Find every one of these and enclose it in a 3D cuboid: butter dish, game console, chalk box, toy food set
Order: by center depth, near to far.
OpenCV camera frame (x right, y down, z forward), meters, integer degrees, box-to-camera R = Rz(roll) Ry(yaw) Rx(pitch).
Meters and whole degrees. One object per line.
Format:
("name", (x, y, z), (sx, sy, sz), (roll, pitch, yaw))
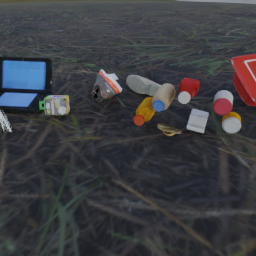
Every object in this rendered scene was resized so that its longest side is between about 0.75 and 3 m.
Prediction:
("toy food set", (1.699, -0.481, 7.791), (2.935, 1.401, 1.321), (17, 32, 13))
("chalk box", (-2.417, -0.749, 9.164), (0.911, 0.567, 0.564), (1, 18, -2))
("butter dish", (4.473, -1.473, 9.712), (1.928, 1.425, 1.923), (-11, 64, -15))
("game console", (-3.897, -1.535, 9.816), (2.181, 1.270, 1.918), (3, 35, 5))

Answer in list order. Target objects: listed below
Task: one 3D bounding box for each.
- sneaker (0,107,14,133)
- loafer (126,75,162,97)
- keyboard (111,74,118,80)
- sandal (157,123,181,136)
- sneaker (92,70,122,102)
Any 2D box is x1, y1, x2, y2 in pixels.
("sneaker", (-3.596, -0.210, 7.903), (0.385, 0.852, 0.283), (-22, 21, -6))
("loafer", (0.719, -1.600, 10.795), (1.748, 0.628, 0.550), (28, 25, 34))
("keyboard", (-0.627, -2.298, 12.543), (0.220, 0.042, 0.783), (-8, 30, -15))
("sandal", (1.165, 0.092, 7.926), (0.928, 0.251, 0.373), (12, 22, -45))
("sneaker", (-0.972, -1.449, 10.062), (0.973, 0.916, 2.377), (-42, 15, -2))
